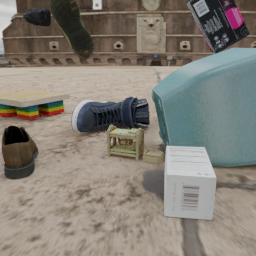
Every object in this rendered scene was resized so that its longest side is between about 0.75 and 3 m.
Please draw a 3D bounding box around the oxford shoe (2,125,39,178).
[{"bbox_3d":[-2.616,0.335,6.774,0.823,0.956,2.265,-9,16,-22],"label":"oxford shoe"}]

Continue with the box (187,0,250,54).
[{"bbox_3d":[2.975,-3.672,9.416,1.265,1.914,1.098,-29,14,17],"label":"box"}]

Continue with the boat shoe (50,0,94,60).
[{"bbox_3d":[-1.529,-2.700,7.561,0.741,1.960,0.724,-22,-5,-10],"label":"boat shoe"}]

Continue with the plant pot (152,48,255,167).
[{"bbox_3d":[2.047,-0.454,7.074,2.595,2.547,2.540,-14,16,-1],"label":"plant pot"}]

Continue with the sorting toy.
[{"bbox_3d":[-4.093,-0.978,11.690,2.374,0.831,2.388,10,18,33],"label":"sorting toy"}]

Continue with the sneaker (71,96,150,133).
[{"bbox_3d":[-0.393,-0.421,9.242,2.009,1.057,2.781,5,15,26],"label":"sneaker"}]

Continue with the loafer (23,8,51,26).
[{"bbox_3d":[-3.232,-4.027,10.126,0.646,0.625,1.839,5,19,-1],"label":"loafer"}]

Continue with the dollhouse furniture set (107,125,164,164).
[{"bbox_3d":[0.339,0.270,7.291,1.389,0.772,1.228,6,17,21],"label":"dollhouse furniture set"}]

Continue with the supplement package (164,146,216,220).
[{"bbox_3d":[1.044,0.902,4.989,0.781,0.778,1.331,2,16,7],"label":"supplement package"}]
